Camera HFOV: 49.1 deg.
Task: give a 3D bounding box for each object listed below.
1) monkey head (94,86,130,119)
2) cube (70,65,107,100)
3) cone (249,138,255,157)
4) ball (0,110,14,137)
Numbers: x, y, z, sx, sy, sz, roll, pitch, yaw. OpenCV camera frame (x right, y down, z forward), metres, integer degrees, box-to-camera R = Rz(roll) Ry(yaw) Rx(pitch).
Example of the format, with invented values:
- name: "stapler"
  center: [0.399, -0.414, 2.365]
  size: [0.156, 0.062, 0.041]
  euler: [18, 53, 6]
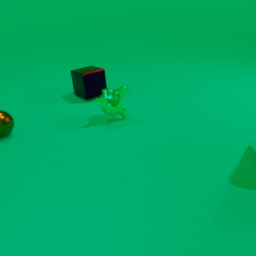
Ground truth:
- name: "monkey head"
  center: [-0.375, -0.791, 8.174]
  size: [0.909, 1.263, 0.761]
  euler: [-20, 53, 40]
- name: "cube"
  center: [-1.367, -1.622, 9.868]
  size: [0.891, 0.891, 0.891]
  euler: [-24, 32, -33]
- name: "cone"
  center: [3.278, 0.453, 6.491]
  size: [1.575, 1.575, 1.581]
  euler: [-5, 3, -9]
- name: "ball"
  center: [-3.448, -0.118, 7.521]
  size: [0.740, 0.740, 0.740]
  euler: [0, 29, 0]
